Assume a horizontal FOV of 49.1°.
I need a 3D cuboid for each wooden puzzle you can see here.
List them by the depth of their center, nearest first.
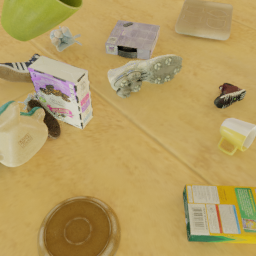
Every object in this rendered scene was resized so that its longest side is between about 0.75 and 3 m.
[{"bbox_3d":[3.340,-4.669,12.236,2.245,0.561,2.424,13,55,11],"label":"wooden puzzle"}]

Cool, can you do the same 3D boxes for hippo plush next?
[{"bbox_3d":[-2.957,-0.845,9.000,0.771,0.614,0.620,-23,15,36],"label":"hippo plush"},{"bbox_3d":[-2.605,-3.722,11.115,1.189,0.947,0.956,-27,55,-21],"label":"hippo plush"}]

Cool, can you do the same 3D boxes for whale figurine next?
[{"bbox_3d":[-2.919,0.026,6.962,1.183,2.280,1.814,37,71,13],"label":"whale figurine"}]

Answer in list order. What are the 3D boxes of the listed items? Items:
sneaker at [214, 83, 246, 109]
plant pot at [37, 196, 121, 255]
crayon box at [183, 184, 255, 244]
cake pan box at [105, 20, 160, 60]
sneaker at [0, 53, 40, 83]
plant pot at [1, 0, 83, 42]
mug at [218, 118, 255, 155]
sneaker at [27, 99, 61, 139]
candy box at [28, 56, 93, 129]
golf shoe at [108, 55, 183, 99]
[{"bbox_3d":[3.152,-1.109,9.218,1.357,0.513,0.784,-17,45,-27],"label":"sneaker"},{"bbox_3d":[-1.116,2.352,6.328,1.911,0.263,1.911,0,50,0],"label":"plant pot"},{"bbox_3d":[2.312,1.979,6.486,1.930,0.498,1.214,1,49,2],"label":"crayon box"},{"bbox_3d":[0.218,-3.570,11.276,1.835,0.521,1.992,9,50,11],"label":"cake pan box"},{"bbox_3d":[-3.738,-2.173,9.944,1.890,0.662,1.025,9,54,-1],"label":"sneaker"},{"bbox_3d":[-2.729,-3.555,8.151,2.091,1.957,1.957,-34,41,30],"label":"plant pot"},{"bbox_3d":[3.016,0.159,7.905,1.010,0.809,0.829,-31,48,-31],"label":"mug"},{"bbox_3d":[-2.524,-0.202,8.432,0.510,0.547,1.448,-30,77,-34],"label":"sneaker"},{"bbox_3d":[-1.887,-0.993,8.164,1.536,1.832,0.655,20,52,17],"label":"candy box"},{"bbox_3d":[0.568,-2.083,9.693,2.727,1.068,1.326,-21,47,-18],"label":"golf shoe"}]
